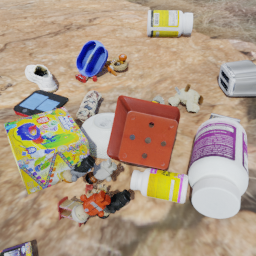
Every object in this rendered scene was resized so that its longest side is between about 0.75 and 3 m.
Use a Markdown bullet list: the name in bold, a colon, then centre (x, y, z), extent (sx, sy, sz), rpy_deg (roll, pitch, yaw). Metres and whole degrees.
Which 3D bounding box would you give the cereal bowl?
- **cereal bowl**: centre (-0.685, 0.083, 9.474), extent (1.989, 0.828, 1.989), rpy_deg (1, 37, 0)

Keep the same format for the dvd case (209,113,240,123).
- **dvd case**: centre (3.424, -0.031, 10.195), extent (1.080, 0.116, 1.453), rpy_deg (16, 40, 20)

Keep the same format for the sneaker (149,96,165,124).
- **sneaker**: centre (1.107, -0.820, 10.778), extent (0.625, 0.659, 1.605), rpy_deg (8, 37, 10)

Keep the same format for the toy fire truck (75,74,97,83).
- **toy fire truck**: centre (-1.965, -2.350, 13.132), extent (0.660, 0.228, 0.935), rpy_deg (-28, 44, -33)

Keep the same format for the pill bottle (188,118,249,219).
- **pill bottle**: centre (2.472, 1.029, 7.669), extent (1.518, 1.518, 2.703), rpy_deg (11, 39, 14)

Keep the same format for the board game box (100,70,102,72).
- **board game box**: centre (-1.897, -3.090, 14.117), extent (0.845, 0.204, 1.117), rpy_deg (-14, 39, -17)

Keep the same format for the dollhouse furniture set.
- **dollhouse furniture set**: centre (-1.146, 1.923, 7.255), extent (0.676, 0.511, 1.256), rpy_deg (9, 21, 28)

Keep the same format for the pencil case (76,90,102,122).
- **pencil case**: centre (-1.458, -0.863, 10.858), extent (0.706, 0.614, 1.579), rpy_deg (-3, 36, 12)

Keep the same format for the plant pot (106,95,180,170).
- **plant pot**: centre (0.463, 0.198, 7.515), extent (1.853, 1.855, 1.635), rpy_deg (12, 6, -3)

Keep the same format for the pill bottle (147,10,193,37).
- **pill bottle**: centre (2.573, -6.484, 17.436), extent (2.727, 1.559, 1.559), rpy_deg (2, 37, 2)

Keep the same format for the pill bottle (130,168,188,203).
- **pill bottle**: centre (0.848, 1.533, 7.610), extent (1.488, 0.776, 0.776), rpy_deg (8, 38, 12)

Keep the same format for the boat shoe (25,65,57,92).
- **boat shoe**: centre (-3.997, -2.497, 12.777), extent (0.904, 0.885, 2.554), rpy_deg (-27, 45, -30)

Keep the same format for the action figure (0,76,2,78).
- **action figure**: centre (-5.796, -1.647, 11.781), extent (0.660, 1.294, 0.769), rpy_deg (31, 4, -18)

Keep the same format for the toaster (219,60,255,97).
- **toaster**: centre (4.793, -2.069, 11.974), extent (1.388, 1.221, 2.149), rpy_deg (-5, 36, 0)

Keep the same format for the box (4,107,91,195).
- **box**: centre (-2.429, 0.585, 8.476), extent (1.949, 1.234, 2.024), rpy_deg (-19, 42, -24)

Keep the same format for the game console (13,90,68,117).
- **game console**: centre (-3.495, -0.940, 11.259), extent (1.563, 0.274, 1.767), rpy_deg (14, 40, 17)

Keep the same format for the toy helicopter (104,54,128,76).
- **toy helicopter**: centre (-0.909, -3.112, 13.820), extent (1.779, 0.702, 1.176), rpy_deg (10, 48, 14)

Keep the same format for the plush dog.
- **plush dog**: centre (2.423, -1.270, 11.259), extent (1.316, 1.056, 1.131), rpy_deg (20, 18, 25)

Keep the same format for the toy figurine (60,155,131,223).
- **toy figurine**: centre (-0.815, 1.485, 6.830), extent (1.471, 1.023, 1.448), rpy_deg (15, 43, -59)

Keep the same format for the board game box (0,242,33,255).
- **board game box**: centre (-2.445, 3.038, 6.070), extent (0.764, 0.262, 0.924), rpy_deg (-11, 39, -17)

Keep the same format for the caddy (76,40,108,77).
- **caddy**: centre (-1.674, -3.226, 13.053), extent (1.206, 1.705, 0.895), rpy_deg (33, 16, 2)
